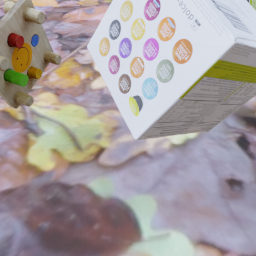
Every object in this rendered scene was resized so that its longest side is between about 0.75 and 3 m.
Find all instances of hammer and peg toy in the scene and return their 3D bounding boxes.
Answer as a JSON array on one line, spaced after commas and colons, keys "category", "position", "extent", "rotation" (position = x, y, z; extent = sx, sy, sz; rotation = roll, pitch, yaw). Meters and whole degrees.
[{"category": "hammer and peg toy", "position": [-2.545, -1.920, 6.257], "extent": [0.982, 2.785, 2.048], "rotation": [20, 65, 13]}]

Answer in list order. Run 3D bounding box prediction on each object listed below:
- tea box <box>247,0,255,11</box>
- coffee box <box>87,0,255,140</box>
[{"category": "tea box", "position": [2.412, -2.496, 6.907], "extent": [1.698, 1.153, 1.726], "rotation": [0, -1, -29]}, {"category": "coffee box", "position": [0.980, -1.288, 4.846], "extent": [2.154, 2.130, 2.151], "rotation": [-5, 59, -42]}]
